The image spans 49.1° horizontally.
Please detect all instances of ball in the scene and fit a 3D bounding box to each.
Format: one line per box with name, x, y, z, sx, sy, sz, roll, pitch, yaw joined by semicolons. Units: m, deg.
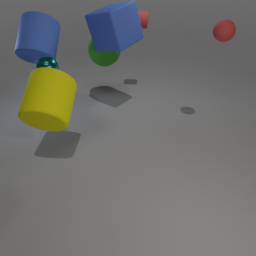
ball;3.096;-3.123;8.997;0.700;0.700;0.700;0;31;0
ball;-1.023;-3.382;12.131;1.400;1.400;1.400;0;31;0
ball;-2.465;-1.841;8.553;0.700;0.700;0.700;0;31;0

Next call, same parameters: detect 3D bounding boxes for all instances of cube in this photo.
cube;-0.490;-3.792;10.509;1.400;1.400;1.400;14;43;41

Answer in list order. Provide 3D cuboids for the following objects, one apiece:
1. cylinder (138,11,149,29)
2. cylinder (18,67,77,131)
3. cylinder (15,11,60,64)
cylinder;0.523;-4.739;12.285;0.700;0.700;0.700;5;31;6
cylinder;-2.316;-0.799;8.186;1.400;1.400;1.400;4;67;7
cylinder;-3.233;-3.187;10.079;1.400;1.400;1.400;6;-10;1
